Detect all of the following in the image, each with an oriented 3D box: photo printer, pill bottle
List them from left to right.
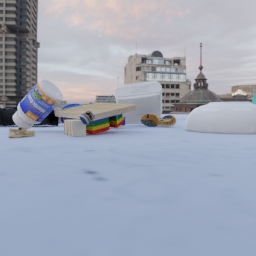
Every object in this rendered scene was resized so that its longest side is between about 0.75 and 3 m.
[{"bbox_3d":[-2.790,-0.672,8.555,1.550,0.868,0.868,-42,-10,17],"label":"pill bottle"},{"bbox_3d":[0.496,-0.945,11.745,1.875,0.782,2.253,-6,-29,3],"label":"photo printer"}]

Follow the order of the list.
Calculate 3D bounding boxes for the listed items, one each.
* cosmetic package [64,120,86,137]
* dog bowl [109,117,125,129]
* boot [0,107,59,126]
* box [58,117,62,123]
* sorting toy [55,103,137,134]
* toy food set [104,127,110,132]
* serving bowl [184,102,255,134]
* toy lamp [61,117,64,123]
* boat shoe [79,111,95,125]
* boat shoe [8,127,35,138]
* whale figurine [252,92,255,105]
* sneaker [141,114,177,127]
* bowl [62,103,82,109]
[{"bbox_3d":[-1.414,-0.007,7.406,0.360,0.427,0.826,-4,3,-28],"label":"cosmetic package"},{"bbox_3d":[-0.649,-0.211,10.520,1.112,0.438,1.112,0,4,0],"label":"dog bowl"},{"bbox_3d":[-4.579,-0.439,11.249,2.922,0.959,2.408,5,6,12],"label":"boot"},{"bbox_3d":[-3.502,-0.446,15.047,1.117,0.341,1.410,-1,3,-28],"label":"box"},{"bbox_3d":[-0.945,-0.312,8.434,1.775,0.618,1.764,7,17,42],"label":"sorting toy"},{"bbox_3d":[-1.015,-0.004,8.990,0.859,0.211,0.868,0,4,1],"label":"toy food set"},{"bbox_3d":[3.298,-0.373,9.142,2.869,0.944,2.869,-1,3,0],"label":"serving bowl"},{"bbox_3d":[-1.728,-0.459,12.518,2.496,0.727,0.727,-3,4,-27],"label":"toy lamp"},{"bbox_3d":[-0.969,-0.268,6.648,0.307,0.306,0.848,-42,8,-9],"label":"boat shoe"},{"bbox_3d":[-2.633,0.097,7.009,0.282,0.256,0.792,2,4,23],"label":"boat shoe"},{"bbox_3d":[4.904,-0.884,9.446,1.469,2.252,2.831,-24,-19,28],"label":"whale figurine"},{"bbox_3d":[1.238,-0.231,11.279,1.434,0.540,0.632,5,-10,17],"label":"sneaker"},{"bbox_3d":[-4.019,-1.160,20.009,1.673,0.328,1.673,-8,38,6],"label":"bowl"}]
